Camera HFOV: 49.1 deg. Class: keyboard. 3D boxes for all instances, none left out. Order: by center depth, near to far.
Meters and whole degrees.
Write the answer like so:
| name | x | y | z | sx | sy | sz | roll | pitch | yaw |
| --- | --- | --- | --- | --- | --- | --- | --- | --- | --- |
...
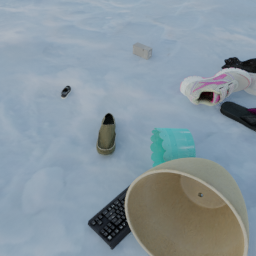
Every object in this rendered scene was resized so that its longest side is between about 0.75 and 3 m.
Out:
| name | x | y | z | sx | sy | sz | roll | pitch | yaw |
| --- | --- | --- | --- | --- | --- | --- | --- | --- | --- |
| keyboard | 0.182 | 2.257 | 7.698 | 1.401 | 0.299 | 2.333 | 34 | 54 | 30 |

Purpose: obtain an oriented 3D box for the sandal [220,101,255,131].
| name | x | y | z | sx | sy | sz | roll | pitch | yaw |
| --- | --- | --- | --- | --- | --- | --- | --- | --- | --- |
| sandal | 4.624 | -0.423 | 10.261 | 2.536 | 0.607 | 0.953 | 27 | 50 | 25 |

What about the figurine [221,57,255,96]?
| name | x | y | z | sx | sy | sz | roll | pitch | yaw |
| --- | --- | --- | --- | --- | --- | --- | --- | --- | --- |
| figurine | 4.974 | -2.351 | 12.208 | 2.153 | 0.950 | 2.206 | 17 | 46 | 28 |

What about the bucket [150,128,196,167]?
| name | x | y | z | sx | sy | sz | roll | pitch | yaw |
| --- | --- | --- | --- | --- | --- | --- | --- | --- | --- |
| bucket | 1.319 | 0.699 | 8.448 | 1.006 | 1.546 | 1.546 | -2 | 44 | -9 |

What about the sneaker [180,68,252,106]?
| name | x | y | z | sx | sy | sz | roll | pitch | yaw |
| --- | --- | --- | --- | --- | --- | --- | --- | --- | --- |
| sneaker | 3.546 | -1.474 | 11.063 | 2.768 | 1.126 | 1.221 | -13 | 48 | 3 |

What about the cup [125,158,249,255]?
| name | x | y | z | sx | sy | sz | roll | pitch | yaw |
| --- | --- | --- | --- | --- | --- | --- | --- | --- | --- |
| cup | 1.588 | 1.799 | 6.736 | 2.756 | 2.756 | 1.971 | 24 | 31 | 23 |

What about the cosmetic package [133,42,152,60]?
| name | x | y | z | sx | sy | sz | roll | pitch | yaw |
| --- | --- | --- | --- | --- | --- | --- | --- | --- | --- |
| cosmetic package | 0.712 | -3.831 | 13.907 | 0.973 | 0.519 | 0.439 | 27 | 50 | 28 |

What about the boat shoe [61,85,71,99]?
| name | x | y | z | sx | sy | sz | roll | pitch | yaw |
| --- | --- | --- | --- | --- | --- | --- | --- | --- | --- |
| boat shoe | -2.601 | -1.559 | 11.714 | 0.307 | 0.251 | 0.831 | 9 | 44 | 9 |

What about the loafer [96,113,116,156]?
| name | x | y | z | sx | sy | sz | roll | pitch | yaw |
| --- | --- | --- | --- | --- | --- | --- | --- | --- | --- |
| loafer | -0.751 | 0.170 | 9.614 | 0.694 | 0.643 | 1.846 | -1 | 44 | -1 |
